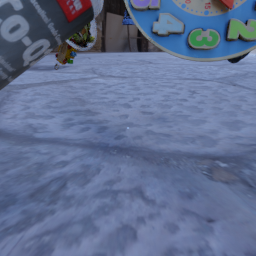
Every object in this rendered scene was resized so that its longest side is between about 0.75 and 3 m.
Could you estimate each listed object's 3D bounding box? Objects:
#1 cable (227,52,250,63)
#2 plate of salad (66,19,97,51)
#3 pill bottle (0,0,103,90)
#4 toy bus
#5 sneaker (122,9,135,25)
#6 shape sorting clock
[{"bbox_3d":[2.128,-1.751,5.304,0.846,1.037,0.263,-5,23,-29],"label":"cable"},{"bbox_3d":[-1.423,-3.115,7.779,0.461,1.918,1.918,-12,10,32],"label":"plate of salad"},{"bbox_3d":[-1.345,-1.736,3.522,2.824,1.608,1.608,-39,26,-4],"label":"pill bottle"},{"bbox_3d":[-1.932,-2.425,9.004,1.010,0.953,0.522,-13,-3,39],"label":"toy bus"},{"bbox_3d":[0.048,-4.003,10.050,0.498,0.553,1.419,1,24,1],"label":"sneaker"},{"bbox_3d":[1.188,-2.332,3.953,2.723,2.723,0.534,4,9,11],"label":"shape sorting clock"}]
